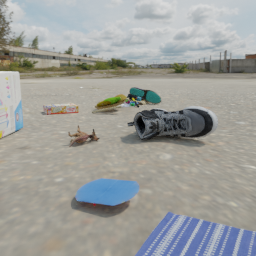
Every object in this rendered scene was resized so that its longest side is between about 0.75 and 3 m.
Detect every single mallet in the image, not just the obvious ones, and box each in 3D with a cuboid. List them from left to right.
[{"bbox_3d":[0.263,-1.323,13.532,0.422,0.264,1.281,22,21,-19],"label":"mallet"}]

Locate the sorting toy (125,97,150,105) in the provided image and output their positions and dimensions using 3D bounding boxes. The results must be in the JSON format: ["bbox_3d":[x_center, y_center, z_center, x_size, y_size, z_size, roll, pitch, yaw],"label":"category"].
[{"bbox_3d":[0.479,-1.523,14.543,1.171,0.283,2.080,17,17,21],"label":"sorting toy"}]

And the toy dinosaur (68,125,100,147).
[{"bbox_3d":[-1.084,0.221,6.826,0.587,0.372,0.866,11,20,18],"label":"toy dinosaur"}]

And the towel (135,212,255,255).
[{"bbox_3d":[0.989,1.290,2.292,1.932,0.230,1.399,5,15,28],"label":"towel"}]

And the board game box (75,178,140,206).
[{"bbox_3d":[-0.278,0.944,3.892,0.889,0.173,0.702,0,15,25],"label":"board game box"}]

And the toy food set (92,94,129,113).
[{"bbox_3d":[-0.748,-1.164,12.084,1.476,0.429,2.139,-11,13,11],"label":"toy food set"}]

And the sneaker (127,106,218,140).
[{"bbox_3d":[1.029,-0.070,7.104,2.238,0.844,1.273,4,12,44],"label":"sneaker"}]

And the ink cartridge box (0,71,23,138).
[{"bbox_3d":[-4.062,-0.533,7.034,1.677,1.721,2.678,1,13,4],"label":"ink cartridge box"}]

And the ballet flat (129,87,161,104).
[{"bbox_3d":[0.940,-1.702,14.445,1.742,0.626,0.626,21,17,13],"label":"ballet flat"}]

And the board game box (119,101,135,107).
[{"bbox_3d":[-0.411,-1.178,13.713,1.310,0.169,1.310,-3,12,-12],"label":"board game box"}]

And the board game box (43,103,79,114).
[{"bbox_3d":[-2.804,-0.812,11.687,1.286,0.298,0.974,-5,13,-23],"label":"board game box"}]
